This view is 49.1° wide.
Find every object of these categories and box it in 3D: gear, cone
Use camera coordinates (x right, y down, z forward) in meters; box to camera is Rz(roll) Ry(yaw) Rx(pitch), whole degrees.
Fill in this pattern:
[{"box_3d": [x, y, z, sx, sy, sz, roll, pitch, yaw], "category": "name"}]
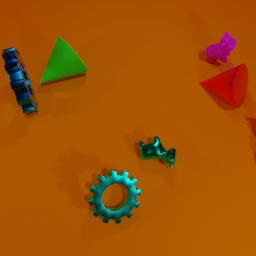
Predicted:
[{"box_3d": [-2.800, -1.216, 7.341, 0.317, 1.712, 1.712, -18, 61, -10], "category": "gear"}, {"box_3d": [2.610, -1.237, 8.014, 1.229, 1.224, 1.224, 12, 57, 38], "category": "cone"}, {"box_3d": [-0.300, 1.516, 6.236, 1.180, 0.218, 1.180, -1, 94, -18], "category": "gear"}, {"box_3d": [-2.052, -1.714, 8.075, 1.277, 1.272, 1.272, -42, 67, -5], "category": "cone"}]

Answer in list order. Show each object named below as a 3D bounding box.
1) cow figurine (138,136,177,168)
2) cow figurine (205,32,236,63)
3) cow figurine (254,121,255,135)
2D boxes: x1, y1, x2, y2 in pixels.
[{"box_3d": [0.731, 0.639, 6.888, 0.895, 0.491, 0.881, -17, 54, -1], "category": "cow figurine"}, {"box_3d": [2.705, -2.365, 8.275, 0.998, 0.982, 0.548, 12, 69, 40], "category": "cow figurine"}, {"box_3d": [3.793, 0.425, 6.818, 1.632, 0.910, 1.658, 35, 49, 11], "category": "cow figurine"}]
